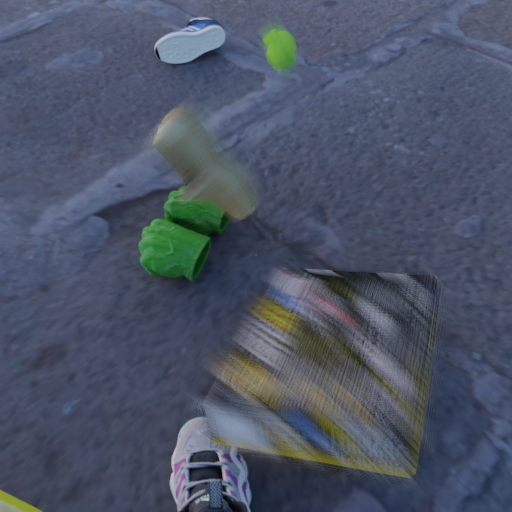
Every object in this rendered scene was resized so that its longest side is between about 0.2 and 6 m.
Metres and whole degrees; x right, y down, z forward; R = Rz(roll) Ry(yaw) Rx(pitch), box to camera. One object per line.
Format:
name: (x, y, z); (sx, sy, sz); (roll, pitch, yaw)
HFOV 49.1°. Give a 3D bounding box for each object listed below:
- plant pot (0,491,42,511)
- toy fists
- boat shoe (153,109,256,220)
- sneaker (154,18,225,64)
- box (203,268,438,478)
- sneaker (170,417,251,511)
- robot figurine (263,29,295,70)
plant pot: (-3.204, 3.289, 6.129); (1.502, 1.363, 1.495); (28, 51, -1)
toy fists: (-1.298, -0.470, 10.261); (1.178, 0.794, 2.310); (20, 49, 8)
boat shoe: (-0.885, -1.251, 9.172); (0.844, 2.356, 0.897); (6, 59, 44)
sneaker: (-1.880, -5.960, 15.413); (2.000, 0.806, 1.464); (-19, 36, -6)
box: (1.080, 1.328, 7.735); (2.534, 0.783, 3.173); (1, 31, 22)
sneaker: (-0.495, 2.811, 6.447); (1.050, 1.889, 2.701); (-10, 48, -9)
robot figurine: (0.477, -3.944, 10.714); (0.498, 0.755, 0.861); (-16, 46, 33)
